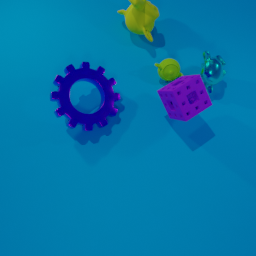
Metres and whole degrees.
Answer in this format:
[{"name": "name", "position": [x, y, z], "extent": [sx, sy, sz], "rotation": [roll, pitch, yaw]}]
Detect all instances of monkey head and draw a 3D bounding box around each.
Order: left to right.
[{"name": "monkey head", "position": [0.287, -3.585, 8.924], "extent": [1.773, 1.275, 1.068], "rotation": [49, 118, 24]}, {"name": "monkey head", "position": [2.449, -1.736, 8.495], "extent": [0.799, 1.325, 0.953], "rotation": [-26, 27, -31]}]

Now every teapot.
[{"name": "teapot", "position": [1.316, -1.745, 8.617], "extent": [1.131, 0.703, 0.554], "rotation": [21, 24, -14]}]

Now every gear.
[{"name": "gear", "position": [-1.202, -0.884, 8.013], "extent": [1.940, 0.359, 1.940], "rotation": [2, 84, -23]}]

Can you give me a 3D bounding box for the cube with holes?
[{"name": "cube with holes", "position": [1.520, -0.823, 7.600], "extent": [0.895, 0.895, 0.895], "rotation": [-32, 106, -13]}]
